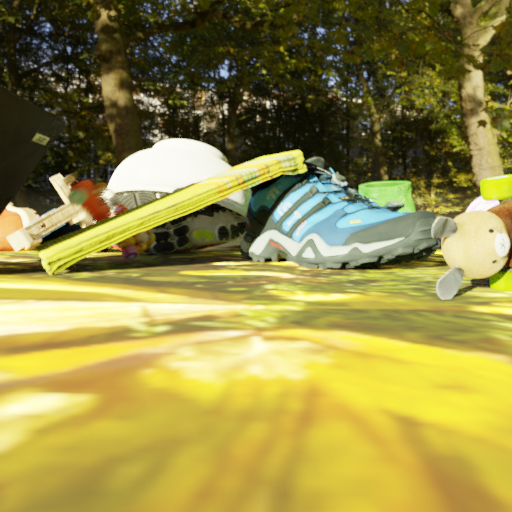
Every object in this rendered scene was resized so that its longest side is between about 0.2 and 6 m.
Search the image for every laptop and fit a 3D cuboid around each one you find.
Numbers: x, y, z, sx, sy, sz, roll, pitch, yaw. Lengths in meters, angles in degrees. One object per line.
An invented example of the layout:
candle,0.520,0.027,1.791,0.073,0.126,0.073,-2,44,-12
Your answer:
laptop,-4.760,-0.817,6.365,4.086,2.110,3.621,0,3,0

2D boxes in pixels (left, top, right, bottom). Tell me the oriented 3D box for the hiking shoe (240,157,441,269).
hiking shoe,0.914,-0.633,7.823,1.326,1.545,3.564,-3,4,-38

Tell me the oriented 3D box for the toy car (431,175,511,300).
toy car,1.911,-0.098,4.528,1.208,0.993,0.953,-13,8,-25

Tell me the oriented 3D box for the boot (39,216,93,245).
boot,-4.821,-0.637,14.022,1.816,0.825,2.161,-2,-5,37

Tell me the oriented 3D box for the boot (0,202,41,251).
boot,-6.109,-0.628,12.437,1.615,1.130,3.012,-10,10,-40

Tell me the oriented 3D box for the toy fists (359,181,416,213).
toy fists,1.992,-0.758,11.705,2.785,1.420,0.958,2,18,36

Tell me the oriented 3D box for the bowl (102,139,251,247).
bowl,-1.607,-1.481,12.520,3.642,1.637,3.642,6,-16,2

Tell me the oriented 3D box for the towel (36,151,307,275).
towel,-1.146,-0.646,7.564,3.583,0.323,1.542,-25,13,-19

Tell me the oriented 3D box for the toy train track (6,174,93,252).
toy train track,-4.156,-0.896,12.101,0.471,1.660,2.893,-23,15,30

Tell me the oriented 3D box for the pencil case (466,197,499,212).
pencil case,3.278,-0.331,6.627,1.085,1.105,2.586,-1,2,1

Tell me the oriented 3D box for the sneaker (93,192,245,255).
sneaker,-1.773,-0.468,11.432,3.291,1.267,1.397,-1,-17,-35

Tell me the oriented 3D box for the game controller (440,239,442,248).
game controller,3.683,-0.283,13.398,1.565,0.330,0.816,2,-10,30

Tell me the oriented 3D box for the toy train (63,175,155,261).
toy train,-2.135,-0.731,8.862,0.569,1.536,2.045,-35,4,7

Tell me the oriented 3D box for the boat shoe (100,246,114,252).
boat shoe,-3.349,-0.392,11.628,0.897,0.722,1.934,-23,4,-33
